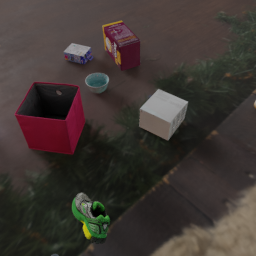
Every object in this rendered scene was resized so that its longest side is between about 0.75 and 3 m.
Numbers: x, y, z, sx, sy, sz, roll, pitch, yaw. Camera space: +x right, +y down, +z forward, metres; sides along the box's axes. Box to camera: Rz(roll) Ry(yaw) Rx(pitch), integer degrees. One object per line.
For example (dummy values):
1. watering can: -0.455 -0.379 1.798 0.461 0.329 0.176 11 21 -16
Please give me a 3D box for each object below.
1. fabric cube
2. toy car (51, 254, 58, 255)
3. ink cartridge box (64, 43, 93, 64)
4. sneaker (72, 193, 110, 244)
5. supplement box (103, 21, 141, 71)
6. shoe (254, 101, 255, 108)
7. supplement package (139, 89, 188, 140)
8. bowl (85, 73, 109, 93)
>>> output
1. fabric cube: -2.664 -0.368 10.087 1.765 1.793 1.799 6 48 6
2. toy car: -2.231 3.782 7.119 1.127 1.082 1.371 -2 19 -7
3. ink cartridge box: -2.396 -3.676 13.936 1.315 0.502 0.897 15 49 15
4. sneaker: -0.987 2.357 7.940 0.752 0.821 1.928 18 9 -35
5. supplement box: -0.317 -4.032 13.668 1.106 1.403 2.144 -20 50 -16
6. shoe: 5.904 -0.613 11.159 0.671 0.513 1.920 -29 54 -24
7. supplement package: 1.346 -0.523 10.737 1.316 1.012 1.376 27 53 22
8. bowl: -1.339 -1.908 12.319 1.024 0.536 1.024 0 48 0
